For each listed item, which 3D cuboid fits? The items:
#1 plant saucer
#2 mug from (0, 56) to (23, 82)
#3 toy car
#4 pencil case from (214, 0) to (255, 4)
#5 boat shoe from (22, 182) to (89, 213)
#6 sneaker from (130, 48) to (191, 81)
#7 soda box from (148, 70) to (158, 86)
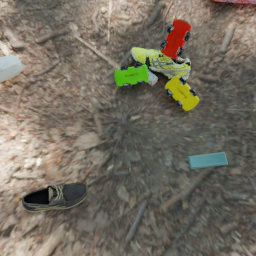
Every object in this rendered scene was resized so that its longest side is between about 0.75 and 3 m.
[{"bbox_3d":[2.387,0.960,8.351,1.155,0.110,0.404,-6,67,-4],"label":"plant saucer"},{"bbox_3d":[-3.928,-1.990,9.160,0.875,0.998,0.737,-27,108,-19],"label":"mug"},{"bbox_3d":[0.854,-1.828,8.956,2.584,0.612,2.746,-6,102,16],"label":"toy car"},{"bbox_3d":[4.358,-5.307,10.454,2.713,1.186,1.186,6,67,1],"label":"pencil case"},{"bbox_3d":[-1.982,1.890,7.637,1.827,0.670,0.681,-15,68,-6],"label":"boat shoe"},{"bbox_3d":[1.102,-2.294,9.265,2.100,0.802,0.792,21,48,4],"label":"sneaker"},{"bbox_3d":[0.626,-1.788,9.443,0.267,0.250,0.784,-42,73,-16],"label":"soda box"}]
